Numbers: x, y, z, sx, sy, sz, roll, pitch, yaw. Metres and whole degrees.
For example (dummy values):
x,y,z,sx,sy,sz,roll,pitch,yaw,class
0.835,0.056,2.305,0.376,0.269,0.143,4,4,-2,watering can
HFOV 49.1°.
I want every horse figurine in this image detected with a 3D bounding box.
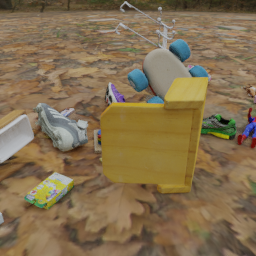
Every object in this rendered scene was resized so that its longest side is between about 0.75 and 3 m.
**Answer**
x,y,z,sx,sy,sz,roll,pitch,yaw,class
5.837,-1.850,13.406,0.791,0.298,1.193,31,34,26,horse figurine

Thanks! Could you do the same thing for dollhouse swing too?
x,y,z,sx,sy,sz,roll,pitch,yaw,class
0.749,0.095,7.462,2.284,2.598,2.361,8,30,16,dollhouse swing

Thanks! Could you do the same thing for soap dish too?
x,y,z,sx,sy,sz,roll,pitch,yaw,class
-3.377,0.217,7.881,0.555,1.075,1.367,25,49,23,soap dish

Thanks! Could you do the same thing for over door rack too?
x,y,z,sx,sy,sz,roll,pitch,yaw,class
0.802,-4.166,11.187,2.426,0.808,1.792,17,51,-11,over door rack

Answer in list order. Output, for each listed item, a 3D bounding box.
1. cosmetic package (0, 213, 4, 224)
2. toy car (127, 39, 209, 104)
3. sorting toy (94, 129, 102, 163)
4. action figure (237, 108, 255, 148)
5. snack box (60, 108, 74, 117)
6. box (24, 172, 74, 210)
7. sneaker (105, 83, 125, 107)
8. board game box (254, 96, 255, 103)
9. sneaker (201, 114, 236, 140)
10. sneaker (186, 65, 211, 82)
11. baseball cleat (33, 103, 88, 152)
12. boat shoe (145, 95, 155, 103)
x,y,z,sx,sy,sz,roll,pitch,yaw,class
-3.526,2.044,6.317,1.124,0.290,0.847,18,30,29,cosmetic package
1.326,-1.720,10.871,2.359,2.264,2.560,-37,3,-8,toy car
-0.450,0.297,9.323,1.357,0.476,2.814,-4,29,-6,sorting toy
4.496,-0.272,9.808,0.726,1.101,2.225,18,31,28,action figure
-2.552,-0.555,11.247,0.354,0.120,0.984,10,30,17,snack box
-1.986,1.618,7.113,0.674,0.278,1.149,16,30,26,box
-0.547,-1.323,12.283,0.787,0.760,1.886,7,34,-20,sneaker
6.748,-1.284,12.309,1.737,0.379,1.745,23,36,37,board game box
2.928,-0.207,9.934,1.816,0.774,0.709,13,31,23,sneaker
3.335,-2.798,14.569,1.986,0.876,0.808,11,30,19,sneaker
-2.261,-0.086,9.765,1.440,0.943,2.706,-12,40,-32,baseball cleat
1.498,-1.200,12.275,1.483,0.539,0.465,-5,-14,3,boat shoe
